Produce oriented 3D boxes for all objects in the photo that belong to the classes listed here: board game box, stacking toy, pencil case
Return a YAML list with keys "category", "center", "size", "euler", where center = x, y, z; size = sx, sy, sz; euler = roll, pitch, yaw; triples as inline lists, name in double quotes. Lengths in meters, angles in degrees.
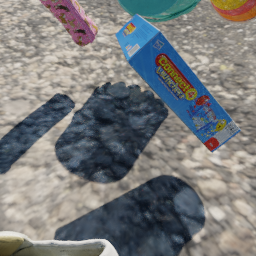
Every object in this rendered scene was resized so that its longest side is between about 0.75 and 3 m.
- category: "board game box"
  center: [0.800, -0.938, 5.207]
  size: [0.628, 2.200, 2.247]
  euler: [-41, 26, 14]
- category: "stacking toy"
  center: [2.075, -2.786, 5.548]
  size: [1.490, 1.490, 2.039]
  euler: [28, 36, 23]
- category: "pencil case"
  center: [-1.640, -3.210, 7.698]
  size: [0.892, 2.154, 0.932]
  euler: [-14, 64, 17]

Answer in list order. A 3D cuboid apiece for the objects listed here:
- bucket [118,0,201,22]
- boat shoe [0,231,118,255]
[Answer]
- category: "bucket"
  center: [0.844, -4.259, 7.765]
  size: [2.590, 2.590, 1.685]
  euler: [22, 29, 19]
- category: "boat shoe"
  center: [-1.350, 1.548, 2.967]
  size: [2.807, 0.973, 0.994]
  euler: [-10, 16, 11]
